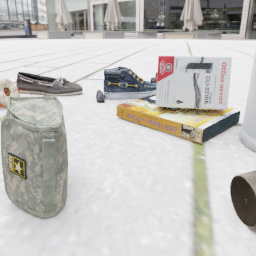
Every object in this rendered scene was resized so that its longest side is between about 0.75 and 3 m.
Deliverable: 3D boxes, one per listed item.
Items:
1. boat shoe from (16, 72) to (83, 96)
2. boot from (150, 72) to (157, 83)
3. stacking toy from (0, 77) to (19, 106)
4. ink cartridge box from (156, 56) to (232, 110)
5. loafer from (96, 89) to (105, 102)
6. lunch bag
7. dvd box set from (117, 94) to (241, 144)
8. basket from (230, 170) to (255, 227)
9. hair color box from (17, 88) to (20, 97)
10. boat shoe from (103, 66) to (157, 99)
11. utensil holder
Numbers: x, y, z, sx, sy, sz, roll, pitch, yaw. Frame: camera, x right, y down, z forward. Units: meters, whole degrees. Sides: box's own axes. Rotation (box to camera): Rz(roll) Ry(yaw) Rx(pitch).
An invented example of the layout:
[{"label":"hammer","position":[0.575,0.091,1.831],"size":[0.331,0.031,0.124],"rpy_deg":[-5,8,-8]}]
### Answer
[{"label":"boat shoe","position":[-3.169,-1.781,11.122],"size":[2.786,0.794,0.932],"rpy_deg":[4,21,10]},{"label":"boot","position":[1.819,-2.258,12.891],"size":[1.286,0.440,1.211],"rpy_deg":[10,23,23]},{"label":"stacking toy","position":[-4.561,-1.088,9.565],"size":[1.377,1.006,1.006],"rpy_deg":[-13,16,22]},{"label":"ink cartridge box","position":[1.727,-1.205,7.471],"size":[1.860,1.342,0.779],"rpy_deg":[3,9,10]},{"label":"loafer","position":[-1.005,-1.142,10.246],"size":[0.285,0.325,0.905],"rpy_deg":[15,24,-15]},{"label":"lunch bag","position":[-1.482,0.377,4.545],"size":[1.046,1.460,1.780],"rpy_deg":[-3,20,-23]},{"label":"dvd box set","position":[1.397,-0.411,8.052],"size":[2.882,0.424,2.109],"rpy_deg":[19,29,41]},{"label":"basket","position":[2.233,0.928,4.028],"size":[1.284,0.873,1.158],"rpy_deg":[-8,8,-8]},{"label":"hair color box","position":[-4.731,-1.280,10.429],"size":[1.178,0.361,0.598],"rpy_deg":[2,22,8]},{"label":"boat shoe","position":[0.267,-1.736,10.551],"size":[2.460,1.117,0.870],"rpy_deg":[-6,22,-16]},{"label":"utensil holder","position":[3.825,-0.886,6.081],"size":[2.333,2.745,2.333],"rpy_deg":[-1,22,0]}]
